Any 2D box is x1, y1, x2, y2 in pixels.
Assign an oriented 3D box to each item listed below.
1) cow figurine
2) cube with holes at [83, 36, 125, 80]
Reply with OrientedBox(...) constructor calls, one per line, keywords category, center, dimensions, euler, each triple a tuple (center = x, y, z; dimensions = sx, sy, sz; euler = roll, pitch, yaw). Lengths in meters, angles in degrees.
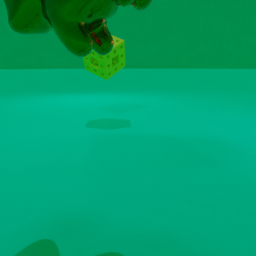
OrientedBox(category="cow figurine", center=(-0.663, -1.454, 2.984), dimensions=(1.493, 1.469, 0.820), euler=(-41, -7, 32))
OrientedBox(category="cube with holes", center=(-0.780, -2.371, 9.157), dimensions=(0.978, 0.978, 0.978), euler=(30, 56, 25))
